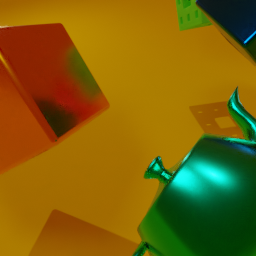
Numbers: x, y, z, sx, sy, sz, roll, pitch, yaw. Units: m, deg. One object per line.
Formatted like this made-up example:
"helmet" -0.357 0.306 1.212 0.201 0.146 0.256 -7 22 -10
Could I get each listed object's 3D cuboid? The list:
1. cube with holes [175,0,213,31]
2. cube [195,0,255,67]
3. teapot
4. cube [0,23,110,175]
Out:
"cube with holes" 1.922 -3.052 6.269 1.338 1.338 1.338 -13 15 -7
"cube" 1.770 -1.474 3.505 1.107 1.107 1.107 21 33 -44
"teapot" 0.574 0.495 2.049 0.934 1.186 1.907 35 72 14
"cube" -1.374 -0.400 3.788 1.397 1.397 1.397 -26 10 30
